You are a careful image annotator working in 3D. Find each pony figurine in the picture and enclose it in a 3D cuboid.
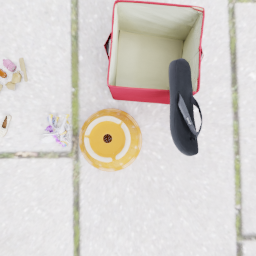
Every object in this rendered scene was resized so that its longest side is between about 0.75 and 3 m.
[{"bbox_3d":[-2.458,0.116,9.460,1.100,0.949,1.139,0,72,-9],"label":"pony figurine"}]

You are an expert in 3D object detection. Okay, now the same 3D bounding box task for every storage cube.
[{"bbox_3d":[0.732,-2.124,8.660,2.828,2.542,2.417,4,87,1],"label":"storage cube"}]

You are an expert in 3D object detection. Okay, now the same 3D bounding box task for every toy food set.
[{"bbox_3d":[-4.394,-1.794,9.792,1.892,0.298,1.203,-13,87,7],"label":"toy food set"}]

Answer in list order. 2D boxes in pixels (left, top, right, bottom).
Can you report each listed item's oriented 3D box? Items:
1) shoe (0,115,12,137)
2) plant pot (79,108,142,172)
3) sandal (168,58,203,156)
[{"bbox_3d":[-4.295,-0.080,9.709,0.288,0.220,0.824,19,87,1],"label":"shoe"},{"bbox_3d":[-0.570,0.371,8.814,2.128,1.949,2.128,0,87,0],"label":"plant pot"},{"bbox_3d":[1.435,-0.488,6.862,0.525,0.932,2.451,-4,96,44],"label":"sandal"}]
